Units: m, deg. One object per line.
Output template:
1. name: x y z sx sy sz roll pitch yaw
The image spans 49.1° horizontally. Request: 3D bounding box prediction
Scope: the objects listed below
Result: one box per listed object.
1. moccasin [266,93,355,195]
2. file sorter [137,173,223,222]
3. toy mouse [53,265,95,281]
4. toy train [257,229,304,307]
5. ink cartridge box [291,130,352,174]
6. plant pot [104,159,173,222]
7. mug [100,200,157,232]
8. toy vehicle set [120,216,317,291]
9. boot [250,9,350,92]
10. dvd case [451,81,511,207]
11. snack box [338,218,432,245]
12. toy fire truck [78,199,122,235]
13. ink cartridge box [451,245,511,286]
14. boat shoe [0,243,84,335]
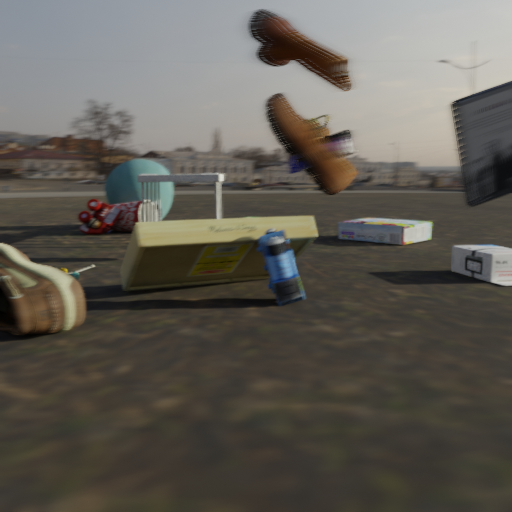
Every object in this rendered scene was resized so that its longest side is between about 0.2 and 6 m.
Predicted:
1. moccasin: 0.972 -2.016 9.753 0.787 2.039 0.746 -45 9 -7
2. file sorter: -1.612 -1.104 12.668 1.684 1.511 2.427 0 8 -2
3. toy mouse: -2.733 0.370 6.901 1.426 0.276 1.267 -3 8 -15
4. toy train: 0.289 0.130 6.516 0.390 0.899 0.514 -16 14 -5
5. ink cartridge box: 1.225 -2.006 10.799 1.237 0.229 0.586 -18 44 20
6. plant pot: -3.181 -1.544 15.671 1.922 1.922 1.294 -3 42 -22
7. mug: -3.272 -0.890 14.516 1.264 1.122 0.843 -1 44 21
8. toy vehicle set: -0.504 -0.024 7.134 2.249 0.298 1.397 -4 -23 -24
9. boot: 0.931 -3.567 10.123 1.893 0.648 1.782 34 -3 14
10. dvd case: 3.258 -1.509 7.442 1.118 1.487 0.184 -19 25 1
11. snack box: 2.901 -0.574 12.693 1.714 0.454 1.219 8 12 44
12. toy fire truck: -3.890 -0.913 13.908 0.799 0.951 0.533 21 -25 14
13. ink cartridge box: 3.493 0.117 8.121 0.724 0.423 1.247 -2 9 -13
14. boat shoe: -2.663 0.325 5.626 2.110 0.779 0.781 7 17 37
